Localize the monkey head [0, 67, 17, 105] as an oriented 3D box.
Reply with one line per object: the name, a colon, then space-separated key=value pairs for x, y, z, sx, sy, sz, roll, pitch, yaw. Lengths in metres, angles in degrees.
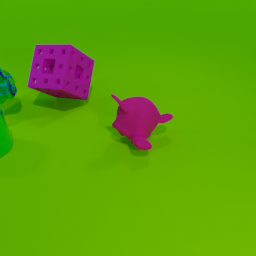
monkey head: x=-3.654 y=-1.199 z=7.623 sx=0.943 sy=1.126 sz=1.565 roll=-20 pitch=69 yaw=-5

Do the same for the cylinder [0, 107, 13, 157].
cylinder: x=-3.363 y=0.093 z=6.614 sx=0.995 sy=0.995 sz=0.995 roll=-1 pitch=35 yaw=1

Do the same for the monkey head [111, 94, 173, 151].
monkey head: x=0.307 y=-0.151 z=6.728 sx=1.797 sy=1.083 sz=1.293 roll=16 pitch=21 yaw=-28

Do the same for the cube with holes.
cube with holes: x=-1.962 y=-1.635 z=8.366 sx=1.271 sy=1.271 sz=1.271 roll=8 pitch=-4 yaw=25
